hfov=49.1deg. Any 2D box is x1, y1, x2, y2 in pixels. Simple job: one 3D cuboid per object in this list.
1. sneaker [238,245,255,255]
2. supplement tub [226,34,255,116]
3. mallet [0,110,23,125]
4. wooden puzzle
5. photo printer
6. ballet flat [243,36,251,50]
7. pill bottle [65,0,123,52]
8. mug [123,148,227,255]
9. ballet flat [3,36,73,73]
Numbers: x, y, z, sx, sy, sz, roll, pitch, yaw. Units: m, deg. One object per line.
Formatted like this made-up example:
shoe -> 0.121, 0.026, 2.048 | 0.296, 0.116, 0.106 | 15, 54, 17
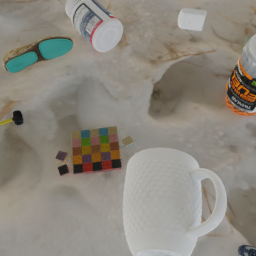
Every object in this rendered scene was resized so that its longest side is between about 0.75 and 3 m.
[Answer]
sneaker -> 3.783, 3.619, 7.812 | 1.304, 0.535, 0.457 | 20, 63, 11
supplement tub -> 4.404, -1.686, 9.504 | 1.704, 2.781, 1.704 | 0, 60, 0
mallet -> -4.583, -0.242, 10.149 | 1.563, 0.322, 0.515 | -13, 62, -3
wooden puzzle -> -1.119, 0.757, 9.619 | 2.717, 0.191, 1.611 | -6, 61, -4
photo printer -> 2.769, -4.758, 12.277 | 1.138, 0.947, 0.395 | 10, 62, 5
ballet flat -> 5.060, -2.791, 11.297 | 0.741, 0.784, 2.327 | -18, 61, 1
pill bottle -> -1.508, -4.528, 11.843 | 1.488, 1.488, 2.488 | -34, 67, -17
mug -> 1.163, 2.015, 7.257 | 2.880, 2.126, 2.525 | -27, 39, 34
ballet flat -> -3.706, -3.183, 11.417 | 2.936, 1.035, 0.958 | -25, 50, -17
